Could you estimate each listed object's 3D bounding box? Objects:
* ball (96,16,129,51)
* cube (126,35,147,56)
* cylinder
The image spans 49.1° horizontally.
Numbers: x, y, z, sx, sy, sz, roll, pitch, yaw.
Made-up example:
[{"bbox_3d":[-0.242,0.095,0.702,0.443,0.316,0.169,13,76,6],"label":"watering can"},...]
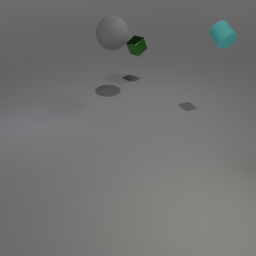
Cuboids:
[{"bbox_3d":[-0.670,-4.029,11.938,1.400,1.400,1.400,0,32,0],"label":"ball"},{"bbox_3d":[0.457,-4.276,14.577,0.700,0.700,0.700,27,67,39],"label":"cube"},{"bbox_3d":[3.360,-3.307,9.941,0.700,0.700,0.700,-13,63,-21],"label":"cylinder"}]
